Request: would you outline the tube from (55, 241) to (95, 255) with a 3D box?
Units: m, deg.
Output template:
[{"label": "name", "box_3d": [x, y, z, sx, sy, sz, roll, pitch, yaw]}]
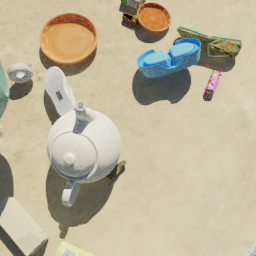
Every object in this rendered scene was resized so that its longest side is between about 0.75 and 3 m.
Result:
[{"label": "tube", "box_3d": [-1.075, 4.335, 8.640, 2.466, 0.715, 0.640, 24, 37, 4]}]

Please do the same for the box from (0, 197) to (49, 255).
[{"label": "box", "box_3d": [-3.441, 3.110, 8.938, 0.760, 0.633, 1.851, -43, 77, -11]}]

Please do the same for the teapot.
[{"label": "teapot", "box_3d": [-1.489, 0.740, 8.600, 2.541, 1.880, 2.575, -31, 98, 17]}]

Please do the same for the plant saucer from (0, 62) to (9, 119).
[{"label": "plant saucer", "box_3d": [-3.578, -1.409, 7.303, 0.474, 2.463, 2.463, -16, 74, -10]}]

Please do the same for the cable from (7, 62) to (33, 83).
[{"label": "cable", "box_3d": [-3.962, -2.016, 10.329, 0.895, 0.895, 0.310, -12, 65, -21]}]

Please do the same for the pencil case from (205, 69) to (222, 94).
[{"label": "pencil case", "box_3d": [3.196, -1.728, 10.501, 0.407, 0.407, 0.921, 23, 77, 7]}]

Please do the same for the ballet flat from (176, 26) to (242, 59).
[{"label": "ballet flat", "box_3d": [3.045, -3.240, 10.803, 2.563, 0.906, 0.906, 16, 74, 7]}]

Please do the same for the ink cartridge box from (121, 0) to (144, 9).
[{"label": "ink cartridge box", "box_3d": [0.418, -5.842, 11.697, 0.831, 0.474, 1.600, 26, 75, 7]}]

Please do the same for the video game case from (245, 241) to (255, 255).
[{"label": "video game case", "box_3d": [4.089, 4.751, 8.683, 1.493, 0.188, 2.085, 40, 78, 11]}]

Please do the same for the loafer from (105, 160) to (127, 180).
[{"label": "loafer", "box_3d": [-0.381, 1.443, 9.612, 0.904, 0.344, 0.305, -38, 78, 0]}]

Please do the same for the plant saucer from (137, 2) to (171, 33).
[{"label": "plant saucer", "box_3d": [1.038, -4.433, 11.295, 1.416, 0.229, 1.416, 4, 69, -12]}]

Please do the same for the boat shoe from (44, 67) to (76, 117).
[{"label": "boat shoe", "box_3d": [-2.411, -1.191, 10.166, 0.846, 0.751, 2.299, -23, 65, 4]}]

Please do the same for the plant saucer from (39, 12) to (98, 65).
[{"label": "plant saucer", "box_3d": [-2.299, -3.480, 11.022, 2.292, 0.429, 2.292, 0, 73, -1]}]

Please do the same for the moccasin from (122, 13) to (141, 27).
[{"label": "moccasin", "box_3d": [0.204, -4.387, 11.319, 0.942, 0.364, 0.345, 32, 75, 7]}]

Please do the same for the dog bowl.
[{"label": "dog bowl", "box_3d": [1.516, -2.529, 10.249, 2.370, 0.587, 1.321, -18, 38, 8]}]
